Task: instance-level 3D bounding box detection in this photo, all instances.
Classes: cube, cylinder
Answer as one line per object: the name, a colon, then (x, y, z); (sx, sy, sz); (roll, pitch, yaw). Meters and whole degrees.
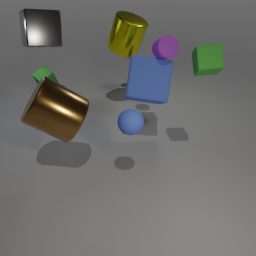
cube: (0.691, -1.642, 9.851); (1.400, 1.400, 1.400); (8, 2, -2)
cylinder: (1.211, -2.620, 9.150); (0.700, 0.700, 0.700); (-6, 10, -11)
cube: (-3.561, -2.120, 12.102); (0.700, 0.700, 0.700); (-42, 61, -17)
cube: (-3.602, -4.087, 11.555); (1.400, 1.400, 1.400); (-9, 20, -26)
cube: (2.243, -1.917, 7.917); (0.700, 0.700, 0.700); (-5, -4, 2)
cylinder: (-0.031, -3.898, 11.660); (1.400, 1.400, 1.400); (15, 38, -12)
cylinder: (-2.030, -0.503, 7.842); (1.400, 1.400, 1.400); (28, 19, -24)

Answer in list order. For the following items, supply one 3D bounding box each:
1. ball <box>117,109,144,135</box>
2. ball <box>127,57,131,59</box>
ball: (0.070, -0.158, 7.413); (0.700, 0.700, 0.700); (0, 29, 0)
ball: (0.123, -3.813, 13.964); (0.700, 0.700, 0.700); (0, 29, 0)
